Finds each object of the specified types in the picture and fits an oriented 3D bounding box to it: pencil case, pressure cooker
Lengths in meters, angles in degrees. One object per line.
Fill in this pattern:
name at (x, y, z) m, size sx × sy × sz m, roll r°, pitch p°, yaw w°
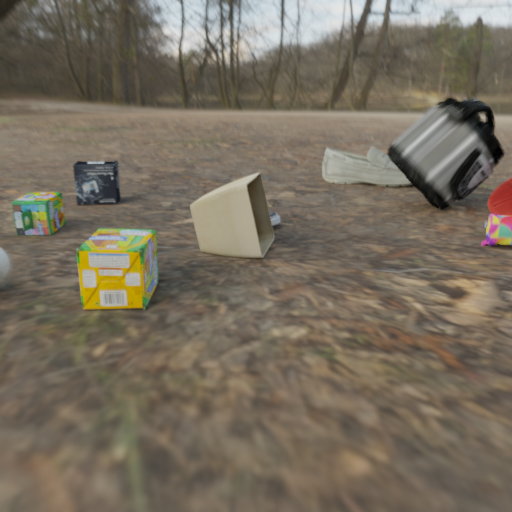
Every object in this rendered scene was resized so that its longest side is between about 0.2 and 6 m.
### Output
pencil case at (4.657, -0.402, 9.665) m, size 1.379 × 0.610 × 0.610 m, roll 4°, pitch 18°, yaw 13°
pressure cooker at (4.268, -2.383, 12.315) m, size 2.214 × 1.978 × 1.947 m, roll -42°, pitch 11°, yaw 11°

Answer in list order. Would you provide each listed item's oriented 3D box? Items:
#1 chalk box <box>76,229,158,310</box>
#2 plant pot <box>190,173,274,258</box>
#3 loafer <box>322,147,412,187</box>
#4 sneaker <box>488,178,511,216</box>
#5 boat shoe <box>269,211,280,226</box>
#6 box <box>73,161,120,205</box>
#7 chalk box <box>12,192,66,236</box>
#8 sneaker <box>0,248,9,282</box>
chalk box at (-1.813, 0.105, 7.638) m, size 0.841 × 0.836 × 1.351 m, roll 0°, pitch 18°, yaw -1°
plant pot at (-0.425, -0.634, 9.563) m, size 1.094 × 1.234 × 1.236 m, roll -9°, pitch 15°, yaw 14°
loafer at (3.245, -2.470, 15.362) m, size 2.910 × 1.015 × 1.017 m, roll 5°, pitch 18°, yaw 15°
sneaker at (6.268, -1.159, 11.853) m, size 2.595 × 1.499 × 1.017 m, roll -21°, pitch 53°, yaw 13°
boat shoe at (-0.282, -0.923, 11.231) m, size 1.656 × 0.561 × 0.594 m, roll 10°, pitch 24°, yaw 33°
box at (-3.701, -1.698, 13.057) m, size 0.941 × 0.956 × 0.562 m, roll -2°, pitch 18°, yaw -6°
chalk box at (-4.168, -0.779, 10.675) m, size 0.678 × 0.683 × 1.094 m, roll -1°, pitch 19°, yaw 0°
sneaker at (-4.366, 0.429, 6.677) m, size 2.858 × 1.092 × 1.151 m, roll -9°, pitch 45°, yaw -43°
